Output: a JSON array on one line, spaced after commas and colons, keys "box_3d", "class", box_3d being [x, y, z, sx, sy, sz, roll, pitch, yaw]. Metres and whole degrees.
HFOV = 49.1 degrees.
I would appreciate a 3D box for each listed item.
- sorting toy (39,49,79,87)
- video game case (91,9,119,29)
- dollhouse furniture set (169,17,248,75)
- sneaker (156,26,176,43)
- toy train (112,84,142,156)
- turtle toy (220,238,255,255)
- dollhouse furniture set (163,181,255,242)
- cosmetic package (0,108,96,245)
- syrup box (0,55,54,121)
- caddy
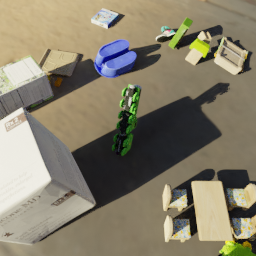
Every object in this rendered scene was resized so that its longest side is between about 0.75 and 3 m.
[{"box_3d": [-2.360, -1.973, 9.211, 1.140, 0.205, 1.530, 12, 57, 3], "class": "sorting toy"}, {"box_3d": [-0.874, -4.198, 10.709, 0.739, 0.185, 0.815, 25, 59, 17], "class": "video game case"}, {"box_3d": [2.688, -2.575, 9.497, 2.500, 0.965, 1.249, 32, 52, -2], "class": "dollhouse furniture set"}, {"box_3d": [1.281, -3.394, 10.052, 0.837, 0.350, 0.505, -20, 63, -22], "class": "sneaker"}, {"box_3d": [0.002, -0.172, 6.867, 0.422, 2.024, 0.571, 27, 36, 20], "class": "toy train"}, {"box_3d": [2.361, 2.739, 5.804, 0.940, 0.475, 0.685, 17, 33, 10], "class": "turtle toy"}, {"box_3d": [1.811, 2.056, 5.660, 1.964, 1.489, 2.241, 0, 56, 0], "class": "dollhouse furniture set"}, {"box_3d": [-2.054, 1.087, 5.720, 1.738, 2.108, 1.740, -33, 60, -1], "class": "cosmetic package"}, {"box_3d": [-3.578, -0.948, 7.972, 2.560, 1.043, 1.008, -32, 61, -20], "class": "syrup box"}, {"box_3d": [-0.396, -2.209, 9.057, 1.387, 0.728, 0.980, -28, 83, -19], "class": "caddy"}]
